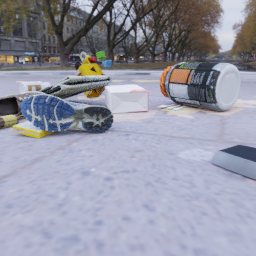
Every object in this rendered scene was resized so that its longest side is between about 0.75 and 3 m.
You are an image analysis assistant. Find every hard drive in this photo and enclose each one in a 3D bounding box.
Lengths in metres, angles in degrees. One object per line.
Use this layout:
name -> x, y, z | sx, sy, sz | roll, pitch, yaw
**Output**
hard drive -> 2.199, 0.592, 4.770 | 0.888, 0.279, 1.316 | -10, 17, -34

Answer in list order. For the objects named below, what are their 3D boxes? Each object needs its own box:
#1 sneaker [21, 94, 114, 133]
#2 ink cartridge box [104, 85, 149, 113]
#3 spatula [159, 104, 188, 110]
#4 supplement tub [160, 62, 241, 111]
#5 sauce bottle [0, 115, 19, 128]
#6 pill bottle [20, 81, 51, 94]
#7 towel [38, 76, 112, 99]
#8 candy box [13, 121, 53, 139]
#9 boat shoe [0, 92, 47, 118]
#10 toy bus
sneaker -> -1.579, -0.311, 7.264 | 2.277, 0.877, 0.970 | 12, 2, -19
ink cartridge box -> -0.149, -1.182, 10.803 | 1.360, 0.788, 2.335 | -4, 16, -10
spatula -> 1.792, -0.837, 10.864 | 0.793, 0.092, 1.140 | 10, 17, 35
supplement tub -> 2.655, -1.654, 10.746 | 1.702, 1.702, 2.777 | -11, 19, -38
sauce bottle -> -3.434, -0.161, 7.630 | 0.317, 0.317, 0.979 | 6, 11, 24
pill bottle -> -4.488, -1.886, 13.660 | 1.345, 0.769, 0.769 | -12, 18, -40
towel -> -2.528, -1.479, 10.899 | 2.851, 0.511, 2.962 | -12, 7, 34
candy box -> -2.206, -0.077, 7.474 | 0.799, 0.206, 1.563 | 10, 16, 18
boat shoe -> -3.462, -0.678, 8.675 | 2.217, 0.796, 0.660 | -13, 9, -28
toy bus -> -1.976, -2.572, 13.505 | 2.293, 2.164, 1.185 | 13, 19, 40
